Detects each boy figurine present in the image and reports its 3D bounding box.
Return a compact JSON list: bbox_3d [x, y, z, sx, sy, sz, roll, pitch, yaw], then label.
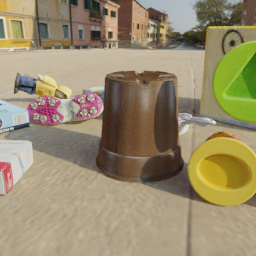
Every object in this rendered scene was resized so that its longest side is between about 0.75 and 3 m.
[{"bbox_3d":[-3.360,-1.500,11.139,2.174,1.352,0.700,13,42,-22],"label":"boy figurine"}]

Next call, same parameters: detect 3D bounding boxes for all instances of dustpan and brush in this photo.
[{"bbox_3d":[1.404,-0.162,7.883,1.658,0.680,2.375,-15,24,-37],"label":"dustpan and brush"}]

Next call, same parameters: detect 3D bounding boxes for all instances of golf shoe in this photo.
[{"bbox_3d":[-1.960,-0.517,8.988,2.428,0.914,1.111,-2,-7,4],"label":"golf shoe"}]

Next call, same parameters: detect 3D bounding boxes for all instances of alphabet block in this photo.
[{"bbox_3d":[4.277,-1.763,9.068,2.841,2.909,2.856,18,25,39],"label":"alphabet block"}]

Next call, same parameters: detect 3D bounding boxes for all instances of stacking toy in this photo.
[{"bbox_3d":[2.642,-0.005,4.737,2.950,2.671,1.246,6,8,20],"label":"stacking toy"}]

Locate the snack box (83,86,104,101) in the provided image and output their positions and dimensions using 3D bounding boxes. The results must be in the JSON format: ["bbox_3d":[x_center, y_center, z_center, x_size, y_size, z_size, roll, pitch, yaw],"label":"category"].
[{"bbox_3d":[-1.236,-1.497,12.161,1.156,0.391,0.975,19,28,40],"label":"snack box"}]

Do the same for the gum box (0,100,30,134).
[{"bbox_3d":[-4.647,-0.332,8.519,2.584,0.576,2.195,18,26,41],"label":"gum box"}]

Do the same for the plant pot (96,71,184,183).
[{"bbox_3d":[0.279,-0.169,5.998,1.975,1.956,1.975,1,19,0],"label":"plant pot"}]

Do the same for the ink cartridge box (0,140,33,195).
[{"bbox_3d":[-2.577,0.729,5.529,0.956,0.543,1.311,1,19,4],"label":"ink cartridge box"}]
